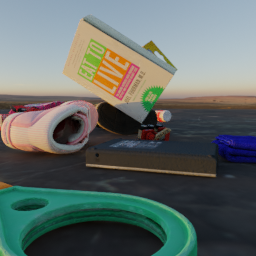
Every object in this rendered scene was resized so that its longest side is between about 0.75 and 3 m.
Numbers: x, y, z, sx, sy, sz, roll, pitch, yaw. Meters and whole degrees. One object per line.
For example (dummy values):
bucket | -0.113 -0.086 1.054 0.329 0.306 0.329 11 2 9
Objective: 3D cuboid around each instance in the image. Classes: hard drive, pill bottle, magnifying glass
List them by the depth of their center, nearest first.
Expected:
magnifying glass | -0.838 0.633 2.208 2.811 0.315 1.119 3 6 36
hard drive | 0.463 0.417 4.469 1.879 0.309 1.311 2 5 19
pill bottle | 1.746 -0.644 14.933 0.599 0.599 1.066 -3 6 -32

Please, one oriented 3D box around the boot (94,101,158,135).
boot | -0.563 -0.369 9.355 2.075 1.008 2.755 6 4 42

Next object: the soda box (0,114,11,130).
soda box | -3.661 -0.227 10.219 1.857 0.589 0.650 -2 6 -32

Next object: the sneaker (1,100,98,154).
sneaker | -1.123 -0.040 5.945 1.385 0.997 2.649 2 10 29

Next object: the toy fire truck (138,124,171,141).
toy fire truck | 0.767 0.146 6.791 0.762 0.557 0.866 -3 17 -34

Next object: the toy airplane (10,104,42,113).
toy airplane | -2.900 -0.402 9.971 2.650 0.487 2.650 23 6 -3

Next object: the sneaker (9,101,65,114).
sneaker | -3.441 -0.581 11.467 2.656 1.080 1.172 -2 7 -23

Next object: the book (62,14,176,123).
book | -0.277 -1.377 6.870 2.422 1.618 0.582 31 36 -1

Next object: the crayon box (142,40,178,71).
crayon box | 0.305 -1.431 7.863 1.866 1.185 0.474 -38 -6 -8

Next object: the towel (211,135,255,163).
towel | 2.180 0.333 5.146 1.080 0.362 1.462 0 5 8
